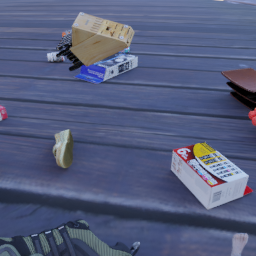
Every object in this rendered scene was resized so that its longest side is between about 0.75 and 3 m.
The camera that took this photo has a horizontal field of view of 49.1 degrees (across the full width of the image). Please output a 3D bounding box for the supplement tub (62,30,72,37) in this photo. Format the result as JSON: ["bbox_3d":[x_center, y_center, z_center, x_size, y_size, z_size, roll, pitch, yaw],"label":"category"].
[{"bbox_3d":[-3.496,-5.762,17.472,1.088,0.667,0.667,-17,34,-25],"label":"supplement tub"}]

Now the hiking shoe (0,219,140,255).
[{"bbox_3d":[-1.124,1.969,4.206,2.582,0.978,1.300,13,23,4],"label":"hiking shoe"}]

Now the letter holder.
[{"bbox_3d":[4.063,-1.256,9.504,1.336,0.945,1.880,-7,31,-11],"label":"letter holder"}]

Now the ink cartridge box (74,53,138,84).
[{"bbox_3d":[-0.936,-2.748,12.466,1.423,0.561,2.861,21,37,30],"label":"ink cartridge box"}]

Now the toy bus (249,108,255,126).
[{"bbox_3d":[4.425,-0.174,7.375,2.075,1.467,2.161,-11,32,7],"label":"toy bus"}]

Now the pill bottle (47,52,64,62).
[{"bbox_3d":[-3.565,-3.510,13.852,0.770,0.438,0.438,-6,31,-10],"label":"pill bottle"}]

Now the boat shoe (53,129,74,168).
[{"bbox_3d":[-1.655,0.514,6.934,0.475,0.551,1.511,-12,30,-1],"label":"boat shoe"}]

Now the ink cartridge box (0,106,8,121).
[{"bbox_3d":[-4.297,-0.399,8.606,0.655,0.380,0.888,22,35,32],"label":"ink cartridge box"}]

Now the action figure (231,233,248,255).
[{"bbox_3d":[2.103,2.694,3.005,2.507,1.311,2.425,31,39,-4],"label":"action figure"}]

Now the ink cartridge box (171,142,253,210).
[{"bbox_3d":[1.838,0.929,6.126,1.240,0.592,1.413,-12,32,-21],"label":"ink cartridge box"}]

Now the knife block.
[{"bbox_3d":[-1.001,-2.208,7.976,2.093,1.837,0.670,16,57,1],"label":"knife block"}]

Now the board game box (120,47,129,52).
[{"bbox_3d":[-0.303,-4.350,15.546,0.762,0.171,0.580,0,30,0],"label":"board game box"}]
